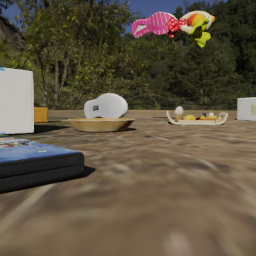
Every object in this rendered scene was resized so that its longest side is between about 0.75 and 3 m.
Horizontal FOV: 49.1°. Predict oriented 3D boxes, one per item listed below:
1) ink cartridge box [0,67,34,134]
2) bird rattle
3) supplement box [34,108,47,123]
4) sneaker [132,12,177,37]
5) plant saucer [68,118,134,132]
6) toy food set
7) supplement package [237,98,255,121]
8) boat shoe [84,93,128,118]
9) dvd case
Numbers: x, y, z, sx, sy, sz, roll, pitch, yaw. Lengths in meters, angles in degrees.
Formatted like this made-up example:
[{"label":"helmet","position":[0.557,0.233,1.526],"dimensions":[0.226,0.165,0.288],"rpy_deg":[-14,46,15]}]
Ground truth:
[{"label":"ink cartridge box","position":[-2.905,-0.518,5.608],"dimensions":[1.704,1.245,1.250],"rpy_deg":[3,4,39]},{"label":"bird rattle","position":[1.772,-2.848,7.842],"dimensions":[1.117,0.772,1.370],"rpy_deg":[-43,46,-16]},{"label":"supplement box","position":[-3.443,-0.416,9.240],"dimensions":[0.538,0.556,1.617],"rpy_deg":[3,7,33]},{"label":"sneaker","position":[0.940,-3.308,9.034],"dimensions":[1.651,0.672,0.728],"rpy_deg":[10,19,43]},{"label":"plant saucer","position":[-0.602,-0.073,6.361],"dimensions":[1.499,0.265,1.499],"rpy_deg":[0,4,0]},{"label":"toy food set","position":[2.179,-0.422,9.070],"dimensions":[1.833,0.554,1.315],"rpy_deg":[1,4,9]},{"label":"supplement package","position":[5.259,-0.733,10.925],"dimensions":[1.261,0.898,1.620],"rpy_deg":[0,4,-9]},{"label":"boat shoe","position":[-0.746,-0.803,11.549],"dimensions":[0.981,1.074,2.986],"rpy_deg":[-8,0,-34]},{"label":"dvd case","position":[-1.723,0.255,2.425],"dimensions":[1.693,0.208,2.373],"rpy_deg":[-5,7,-41]}]
